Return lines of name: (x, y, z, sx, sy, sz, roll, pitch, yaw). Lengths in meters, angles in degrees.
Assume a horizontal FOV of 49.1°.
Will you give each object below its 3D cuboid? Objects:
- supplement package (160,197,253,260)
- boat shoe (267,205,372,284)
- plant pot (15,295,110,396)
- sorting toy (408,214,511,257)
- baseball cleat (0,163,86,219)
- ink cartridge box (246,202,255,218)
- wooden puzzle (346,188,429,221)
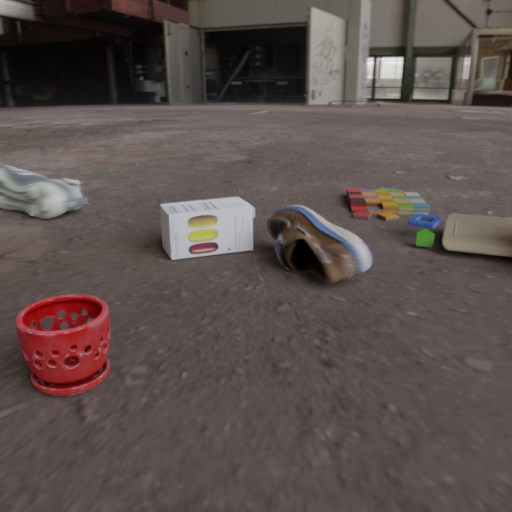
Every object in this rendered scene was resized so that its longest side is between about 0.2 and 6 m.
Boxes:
supplement package: (-0.976, -0.556, 10.943, 1.636, 0.931, 0.896, -8, 20, -19)
boat shoe: (0.838, -0.222, 9.933, 0.927, 0.926, 2.563, -30, 29, -22)
plant pot: (-2.176, 1.044, 6.439, 1.001, 0.911, 1.001, 0, 19, 0)
sorting toy: (4.571, -0.333, 11.156, 3.057, 0.416, 1.721, 7, 25, 19)
baseball cleat: (-5.542, -1.603, 14.061, 3.168, 1.105, 1.686, 24, 23, 31)
ink cartridge box: (-0.555, -1.116, 13.650, 0.845, 0.249, 1.055, -5, 15, -13)
wooden puzzle: (3.329, -1.416, 14.447, 1.870, 0.222, 3.154, 1, 19, 4)
